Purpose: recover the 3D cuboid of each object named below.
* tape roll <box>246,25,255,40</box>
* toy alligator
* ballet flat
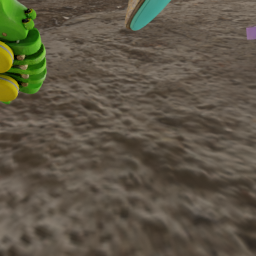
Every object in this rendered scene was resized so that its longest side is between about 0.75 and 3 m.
[{"bbox_3d":[3.963,-2.888,8.301,0.825,0.350,0.825,-13,19,5],"label":"tape roll"},{"bbox_3d":[-1.502,-1.231,3.665,0.802,2.958,0.877,6,56,-11],"label":"toy alligator"},{"bbox_3d":[0.611,-2.461,4.059,0.756,2.247,0.765,53,25,10],"label":"ballet flat"}]
